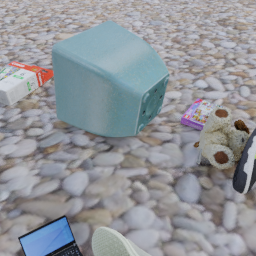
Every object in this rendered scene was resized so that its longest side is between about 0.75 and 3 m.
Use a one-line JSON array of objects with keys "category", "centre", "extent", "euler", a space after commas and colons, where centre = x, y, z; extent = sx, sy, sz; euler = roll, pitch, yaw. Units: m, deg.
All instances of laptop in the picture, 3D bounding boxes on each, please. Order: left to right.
[{"category": "laptop", "centre": [-1.402, 2.441, 5.353], "extent": [0.988, 0.576, 1.114], "euler": [-21, 44, -23]}]

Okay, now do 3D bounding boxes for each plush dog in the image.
[{"category": "plush dog", "centre": [2.695, 0.438, 7.599], "extent": [1.438, 1.343, 1.674], "euler": [10, 68, -10]}]

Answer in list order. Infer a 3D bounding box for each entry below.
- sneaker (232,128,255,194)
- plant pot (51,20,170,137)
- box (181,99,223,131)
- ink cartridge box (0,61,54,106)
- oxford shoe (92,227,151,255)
[{"category": "sneaker", "centre": [3.421, 0.442, 6.430], "extent": [1.185, 1.026, 2.862], "euler": [27, 59, 25]}, {"category": "plant pot", "centre": [-0.339, -1.252, 8.470], "extent": [2.680, 2.631, 2.624], "euler": [30, 47, 22]}, {"category": "box", "centre": [2.430, -0.439, 9.158], "extent": [0.917, 0.262, 1.340], "euler": [23, 44, 26]}, {"category": "ink cartridge box", "centre": [-4.088, -1.943, 10.671], "extent": [1.471, 0.680, 2.700], "euler": [19, 44, 21]}, {"category": "oxford shoe", "centre": [0.122, 2.561, 5.242], "extent": [2.074, 0.780, 0.599], "euler": [21, 2, 35]}]
